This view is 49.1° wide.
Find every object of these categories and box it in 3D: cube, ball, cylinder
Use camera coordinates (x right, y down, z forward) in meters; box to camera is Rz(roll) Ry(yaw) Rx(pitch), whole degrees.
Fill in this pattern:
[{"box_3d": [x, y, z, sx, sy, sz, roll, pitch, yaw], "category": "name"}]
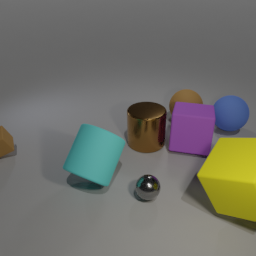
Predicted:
[{"box_3d": [-4.395, 0.487, 9.534, 0.700, 0.700, 0.700, -26, 48, -3], "category": "cube"}, {"box_3d": [2.781, 1.194, 6.712, 1.400, 1.400, 1.400, -2, 38, 48], "category": "cube"}, {"box_3d": [2.274, -0.015, 9.983, 1.400, 1.400, 1.400, 7, 24, 12], "category": "cube"}, {"box_3d": [2.430, -0.923, 11.747, 1.400, 1.400, 1.400, 0, 29, 0], "category": "ball"}, {"box_3d": [3.999, -0.576, 10.974, 1.400, 1.400, 1.400, 0, 29, 0], "category": "ball"}, {"box_3d": [0.550, 1.635, 7.739, 0.700, 0.700, 0.700, 0, 29, 0], "category": "ball"}, {"box_3d": [-0.962, 0.779, 8.084, 1.400, 1.400, 1.400, 21, -11, 4], "category": "cylinder"}, {"box_3d": [0.670, -0.046, 10.167, 1.400, 1.400, 1.400, -1, 31, 1], "category": "cylinder"}]
